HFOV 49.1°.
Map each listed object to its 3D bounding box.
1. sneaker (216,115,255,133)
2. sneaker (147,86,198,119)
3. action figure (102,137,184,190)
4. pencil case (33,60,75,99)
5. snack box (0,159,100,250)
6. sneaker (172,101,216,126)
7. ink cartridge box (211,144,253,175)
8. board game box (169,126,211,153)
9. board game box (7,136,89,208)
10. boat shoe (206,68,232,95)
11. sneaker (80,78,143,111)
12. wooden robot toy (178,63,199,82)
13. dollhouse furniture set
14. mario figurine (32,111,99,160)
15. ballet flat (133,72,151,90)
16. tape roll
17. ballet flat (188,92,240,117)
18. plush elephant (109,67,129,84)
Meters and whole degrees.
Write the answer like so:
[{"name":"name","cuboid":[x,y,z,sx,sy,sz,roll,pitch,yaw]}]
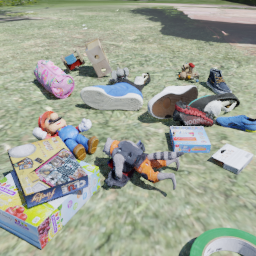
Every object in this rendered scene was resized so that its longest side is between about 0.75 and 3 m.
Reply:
[{"name":"sneaker","cuboid":[4.036,-0.293,10.309,1.538,0.603,0.507,14,35,25]},{"name":"sneaker","cuboid":[1.591,-1.076,11.436,2.903,1.057,1.229,-21,23,-41]},{"name":"action figure","cuboid":[0.389,0.743,7.991,2.253,1.218,2.329,16,32,9]},{"name":"pencil case","cuboid":[-3.554,-2.381,13.283,1.216,1.216,2.780,-17,36,-27]},{"name":"snack box","cuboid":[-2.088,1.562,6.938,1.905,0.764,2.259,14,32,24]},{"name":"sneaker","cuboid":[2.402,-0.354,10.384,1.759,0.859,0.622,17,25,-17]},{"name":"ink cartridge box","cuboid":[3.186,0.925,8.576,0.891,0.224,1.026,25,39,37]},{"name":"board game box","cuboid":[2.051,0.365,9.423,1.184,0.331,1.159,0,31,0]},{"name":"board game box","cuboid":[-2.015,0.952,6.858,1.405,0.359,2.073,-15,32,-26]},{"name":"boat shoe","cuboid":[4.329,-2.206,13.324,0.661,0.849,1.870,-8,31,-13]},{"name":"sneaker","cuboid":[-0.647,-1.490,11.907,2.579,0.990,1.435,5,36,1]},{"name":"wooden robot toy","cuboid":[3.030,-2.933,14.730,0.870,0.844,1.917,-15,31,-4]},{"name":"dollhouse furniture set","cuboid":[-2.278,-3.502,15.257,2.307,1.616,1.626,-25,32,5]},{"name":"mario figurine","cuboid":[-2.082,0.043,9.031,2.296,1.217,1.417,29,6,28]},{"name":"ballet flat","cuboid":[0.614,-2.292,13.714,0.608,0.612,1.790,14,33,20]},{"name":"tape roll","cuboid":[2.034,2.720,5.288,1.760,0.423,1.760,1,30,0]},{"name":"ballet flat","cuboid":[3.558,-0.928,11.206,2.471,0.840,0.845,-17,43,-27]},{"name":"plush elephant","cuboid":[-0.423,-2.615,13.984,0.950,0.893,1.153,-9,31,-15]}]
